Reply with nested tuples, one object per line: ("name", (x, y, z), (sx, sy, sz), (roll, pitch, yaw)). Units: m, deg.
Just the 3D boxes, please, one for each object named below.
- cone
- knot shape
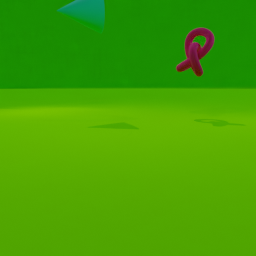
("cone", (-1.671, -3.985, 9.542), (1.468, 1.463, 1.463), (-6, 10, -16))
("knot shape", (2.410, -2.730, 9.965), (0.824, 1.668, 1.783), (17, 10, -7))
